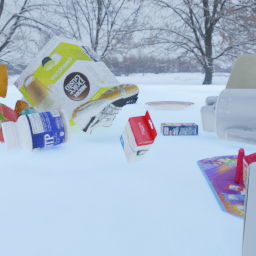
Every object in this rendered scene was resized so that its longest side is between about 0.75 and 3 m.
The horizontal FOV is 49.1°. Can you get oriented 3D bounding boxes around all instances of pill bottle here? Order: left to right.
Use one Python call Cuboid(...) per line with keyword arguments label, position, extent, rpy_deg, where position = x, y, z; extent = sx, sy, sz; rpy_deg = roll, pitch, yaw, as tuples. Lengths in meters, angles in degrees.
Cuboid(label="pill bottle", position=(-1.981, 0.069, 6.083), extent=(1.316, 0.788, 0.788), rpy_deg=(-12, 15, -26))

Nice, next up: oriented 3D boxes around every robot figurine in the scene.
Cuboid(label="robot figurine", position=(2.890, -0.267, 6.556), extent=(2.258, 1.275, 1.915), rpy_deg=(5, 43, 30))

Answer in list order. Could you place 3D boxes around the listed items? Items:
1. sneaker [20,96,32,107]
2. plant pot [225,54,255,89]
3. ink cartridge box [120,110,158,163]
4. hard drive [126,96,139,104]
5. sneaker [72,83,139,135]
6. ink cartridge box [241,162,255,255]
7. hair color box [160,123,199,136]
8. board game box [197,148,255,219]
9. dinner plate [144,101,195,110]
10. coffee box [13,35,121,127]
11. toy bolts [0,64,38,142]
Cuboid(label="sneaker", position=(-2.663, -0.794, 10.715), extent=(2.625, 0.959, 1.468), rpy_deg=(6, 6, -11))
Cuboid(label="plant pot", position=(3.625, -0.993, 8.115), extent=(2.028, 2.166, 2.028), rpy_deg=(-1, 10, 0))
Cuboid(label="ink cartridge box", position=(0.151, 0.146, 4.507), extent=(0.289, 0.499, 0.859), rpy_deg=(-9, -30, -21))
Cuboid(label="hard drive", position=(-0.642, -1.585, 15.769), extent=(2.157, 0.456, 1.455), rpy_deg=(-7, 13, -33))
Cuboid(label="sneaker", position=(-0.458, -0.456, 6.834), extent=(1.752, 0.768, 0.662), rpy_deg=(-26, 25, 7))
Cuboid(label="ink cartridge box", position=(2.209, 0.830, 1.773), extent=(2.250, 0.932, 1.640), rpy_deg=(-2, 11, -9))
Cuboid(label="hair color box", position=(1.407, 0.028, 7.738), extent=(0.967, 0.293, 0.484), rpy_deg=(-1, 11, -3))
Cuboid(label="board game box", position=(2.372, 0.562, 4.178), extent=(2.342, 0.577, 2.964), rpy_deg=(1, 11, 5))
Cuboid(label="dinner plate", position=(2.025, -1.097, 13.670), extent=(2.457, 0.298, 2.457), rpy_deg=(1, 10, 0))
Cuboid(label="coffee box", position=(-1.697, -1.296, 8.428), extent=(1.936, 1.918, 1.939), rpy_deg=(-42, -3, 19))
Cuboid(label="toy bolts", position=(-2.806, -0.590, 7.589), extent=(1.404, 1.934, 2.024), rpy_deg=(-1, 27, -34))
